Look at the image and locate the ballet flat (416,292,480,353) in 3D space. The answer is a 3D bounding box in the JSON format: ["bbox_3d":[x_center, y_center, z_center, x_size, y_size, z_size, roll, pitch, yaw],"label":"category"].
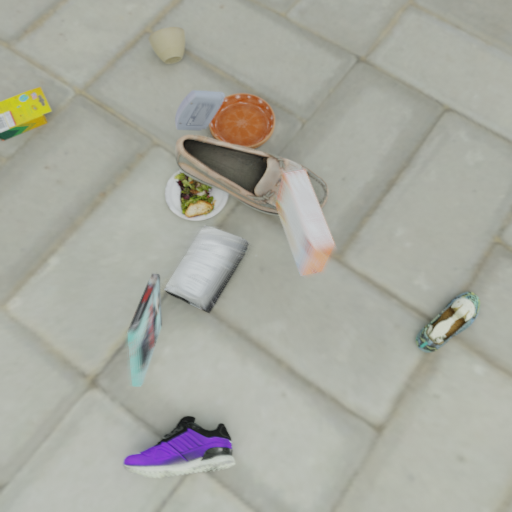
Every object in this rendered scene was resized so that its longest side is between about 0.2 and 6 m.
[{"bbox_3d":[3.828,1.255,10.883,1.689,0.627,0.627,-41,73,-16],"label":"ballet flat"}]

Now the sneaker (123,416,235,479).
[{"bbox_3d":[-1.381,3.377,9.990,1.936,0.673,0.963,-4,61,-6],"label":"sneaker"}]

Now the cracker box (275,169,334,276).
[{"bbox_3d":[0.852,-0.596,10.167,0.465,1.080,1.613,-11,65,-13],"label":"cracker box"}]

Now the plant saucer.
[{"bbox_3d":[-0.328,-3.061,12.884,1.522,0.246,1.522,0,67,-1],"label":"plant saucer"}]

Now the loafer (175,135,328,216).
[{"bbox_3d":[-0.091,-1.662,11.591,3.391,1.066,1.219,18,87,-1],"label":"loafer"}]

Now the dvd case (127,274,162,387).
[{"bbox_3d":[-1.927,1.266,9.832,0.184,1.222,1.673,4,31,1],"label":"dvd case"}]

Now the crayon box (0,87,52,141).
[{"bbox_3d":[-5.420,-3.282,12.921,1.320,0.335,0.838,-25,69,-9],"label":"crayon box"}]

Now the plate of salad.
[{"bbox_3d":[-1.291,-1.419,12.139,1.397,0.336,1.397,0,67,1],"label":"plate of salad"}]

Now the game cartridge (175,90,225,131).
[{"bbox_3d":[-1.181,-2.909,11.227,0.761,1.142,0.231,-9,72,-31],"label":"game cartridge"}]

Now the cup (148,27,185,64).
[{"bbox_3d":[-2.072,-5.001,13.450,0.875,0.875,0.626,-16,91,-7],"label":"cup"}]

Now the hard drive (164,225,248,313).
[{"bbox_3d":[-0.985,0.227,11.169,1.125,0.305,1.610,21,72,33],"label":"hard drive"}]
